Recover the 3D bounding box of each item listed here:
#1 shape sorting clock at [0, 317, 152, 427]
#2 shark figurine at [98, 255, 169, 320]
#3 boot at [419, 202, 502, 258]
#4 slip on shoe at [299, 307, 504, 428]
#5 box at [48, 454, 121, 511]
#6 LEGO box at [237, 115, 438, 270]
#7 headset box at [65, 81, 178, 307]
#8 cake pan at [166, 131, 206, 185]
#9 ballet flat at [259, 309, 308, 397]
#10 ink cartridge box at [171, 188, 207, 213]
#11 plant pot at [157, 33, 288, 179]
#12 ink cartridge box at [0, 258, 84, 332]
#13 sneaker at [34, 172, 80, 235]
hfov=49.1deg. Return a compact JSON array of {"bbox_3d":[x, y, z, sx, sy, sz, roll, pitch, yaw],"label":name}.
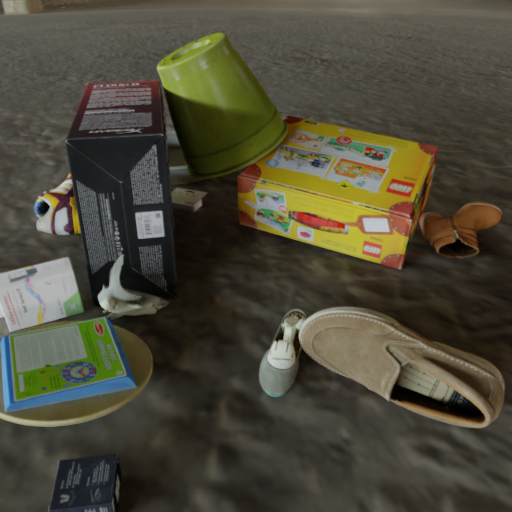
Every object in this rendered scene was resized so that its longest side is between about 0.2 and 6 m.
[{"bbox_3d":[-2.496,1.481,7.380,2.236,0.439,2.236,1,25,0],"label":"shape sorting clock"},{"bbox_3d":[-2.032,0.480,8.183,1.057,1.769,0.738,-11,74,4],"label":"shark figurine"},{"bbox_3d":[4.000,-0.477,10.588,1.653,0.634,1.283,-1,30,-1],"label":"boot"},{"bbox_3d":[1.708,1.419,7.028,2.622,0.997,0.794,21,28,19],"label":"slip on shoe"},{"bbox_3d":[-1.746,2.443,5.789,0.632,0.371,0.621,-4,30,-6],"label":"box"},{"bbox_3d":[1.594,-1.339,10.765,3.198,1.234,2.381,17,47,19],"label":"LEGO box"},{"bbox_3d":[-2.234,-1.351,9.919,1.462,2.817,3.786,-5,31,-9],"label":"headset box"},{"bbox_3d":[-2.079,-2.516,14.229,2.858,0.524,2.858,0,30,0],"label":"cake pan"},{"bbox_3d":[0.387,1.259,7.730,0.517,0.488,1.533,8,31,14],"label":"ballet flat"},{"bbox_3d":[-1.572,-1.241,12.363,0.822,0.179,0.713,11,32,19],"label":"ink cartridge box"},{"bbox_3d":[-0.777,-2.942,10.615,2.172,2.092,2.172,-19,31,12],"label":"plant pot"},{"bbox_3d":[-3.419,0.620,8.475,1.398,0.819,0.471,-15,35,-17],"label":"ink cartridge box"},{"bbox_3d":[-4.021,-1.182,11.579,1.042,0.867,2.313,-3,29,-17],"label":"sneaker"}]
